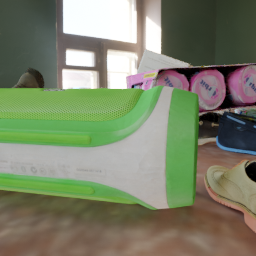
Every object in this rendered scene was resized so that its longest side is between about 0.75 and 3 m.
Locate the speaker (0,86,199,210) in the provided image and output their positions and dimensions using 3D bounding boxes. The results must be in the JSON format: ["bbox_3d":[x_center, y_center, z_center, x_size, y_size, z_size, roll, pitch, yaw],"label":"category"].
[{"bbox_3d":[-0.739,0.147,3.063,2.905,1.285,1.285,2,8,15],"label":"speaker"}]

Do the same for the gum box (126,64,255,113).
[{"bbox_3d":[1.448,-0.846,6.314,2.901,0.959,1.647,-7,7,-21],"label":"gum box"}]

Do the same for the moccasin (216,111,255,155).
[{"bbox_3d":[2.780,0.089,4.895,2.455,0.837,0.988,4,9,29],"label":"moccasin"}]

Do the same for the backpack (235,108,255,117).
[{"bbox_3d":[3.297,-0.177,7.526,0.971,0.731,0.862,7,10,11],"label":"backpack"}]

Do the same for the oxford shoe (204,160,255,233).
[{"bbox_3d":[1.186,0.540,2.743,0.509,0.531,1.439,-2,8,-11],"label":"oxford shoe"}]

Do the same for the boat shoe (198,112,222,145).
[{"bbox_3d":[1.865,-0.056,6.453,2.213,0.668,0.817,-5,12,-26],"label":"boat shoe"}]

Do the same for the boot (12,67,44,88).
[{"bbox_3d":[-3.590,-0.830,10.066,0.837,2.472,1.615,21,58,17],"label":"boot"}]

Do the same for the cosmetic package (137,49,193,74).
[{"bbox_3d":[1.414,-1.892,11.963,1.921,2.296,1.910,24,15,12],"label":"cosmetic package"}]

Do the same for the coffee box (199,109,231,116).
[{"bbox_3d":[3.179,-0.815,11.717,1.940,0.773,1.109,1,8,8],"label":"coffee box"}]
